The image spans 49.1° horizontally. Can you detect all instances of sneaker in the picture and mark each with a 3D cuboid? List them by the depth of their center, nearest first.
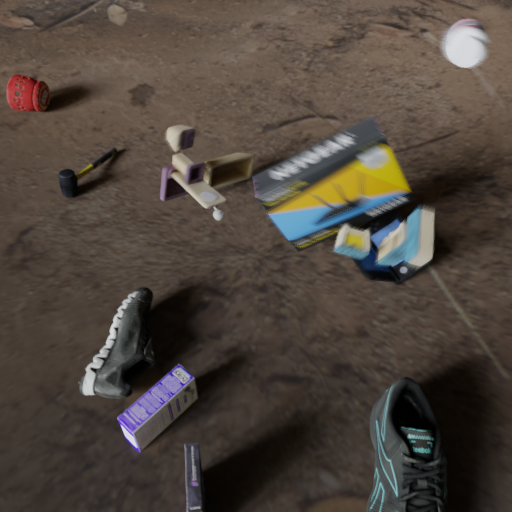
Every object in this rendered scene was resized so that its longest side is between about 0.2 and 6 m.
[{"bbox_3d":[2.117,3.134,7.846,1.129,1.187,2.995,1,50,-1],"label":"sneaker"},{"bbox_3d":[-2.092,1.523,9.604,0.976,0.717,2.156,15,54,10],"label":"sneaker"}]

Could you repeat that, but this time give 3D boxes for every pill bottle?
[{"bbox_3d":[3.143,-3.162,8.388,0.562,0.562,0.940,13,36,11],"label":"pill bottle"}]

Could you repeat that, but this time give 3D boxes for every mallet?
[{"bbox_3d":[-3.832,-1.937,12.932,0.380,0.607,1.844,22,37,17],"label":"mallet"}]

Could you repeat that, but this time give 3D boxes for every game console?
[{"bbox_3d":[2.448,-0.272,10.950,1.365,0.903,1.552,-33,53,6],"label":"game console"}]

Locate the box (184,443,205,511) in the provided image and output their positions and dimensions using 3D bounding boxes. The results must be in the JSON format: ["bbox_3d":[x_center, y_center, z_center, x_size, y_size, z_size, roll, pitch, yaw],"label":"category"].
[{"bbox_3d":[-0.823,3.253,7.660,0.230,1.272,0.910,-5,49,-5],"label":"box"}]

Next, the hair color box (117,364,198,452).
[{"bbox_3d":[-1.518,2.384,8.811,0.410,0.692,1.267,35,57,28],"label":"hair color box"}]

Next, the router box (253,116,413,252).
[{"bbox_3d":[1.397,-1.211,10.151,2.396,1.787,0.612,-25,46,17],"label":"router box"}]

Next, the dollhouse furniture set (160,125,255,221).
[{"bbox_3d":[-0.555,-1.740,11.510,2.241,1.776,1.591,-23,51,-36],"label":"dollhouse furniture set"}]

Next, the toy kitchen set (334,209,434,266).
[{"bbox_3d":[2.168,-0.215,9.718,1.175,1.466,0.864,14,65,-10],"label":"toy kitchen set"}]

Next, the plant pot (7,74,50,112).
[{"bbox_3d":[-5.862,-4.185,14.497,0.817,0.897,0.897,10,49,5],"label":"plant pot"}]
